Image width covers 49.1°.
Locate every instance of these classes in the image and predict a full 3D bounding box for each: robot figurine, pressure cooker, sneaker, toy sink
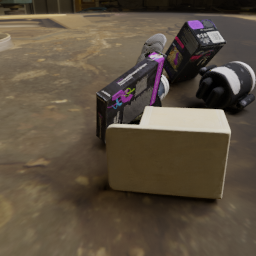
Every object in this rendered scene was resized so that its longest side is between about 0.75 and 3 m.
[{"bbox_3d":[3.488,-1.512,10.034,2.316,1.740,1.445,-25,10,-31],"label":"robot figurine"},{"bbox_3d":[0.198,-0.563,7.798,1.221,1.074,1.091,-24,25,40],"label":"pressure cooker"},{"bbox_3d":[0.989,-3.004,12.223,0.828,2.203,1.266,34,15,12],"label":"sneaker"},{"bbox_3d":[0.838,0.444,6.100,2.364,1.541,1.325,2,25,10],"label":"toy sink"}]

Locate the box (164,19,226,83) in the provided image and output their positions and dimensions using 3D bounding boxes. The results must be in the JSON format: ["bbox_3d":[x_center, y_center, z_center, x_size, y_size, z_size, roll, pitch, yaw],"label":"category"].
[{"bbox_3d":[2.735,-3.282,12.174,1.514,2.477,1.313,-16,70,-27],"label":"box"}]

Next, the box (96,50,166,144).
[{"bbox_3d":[0.063,-0.683,6.136,0.348,1.377,1.926,34,55,20],"label":"box"}]

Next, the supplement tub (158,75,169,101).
[{"bbox_3d":[0.630,-1.261,9.823,1.170,1.170,1.667,15,31,27],"label":"supplement tub"}]
